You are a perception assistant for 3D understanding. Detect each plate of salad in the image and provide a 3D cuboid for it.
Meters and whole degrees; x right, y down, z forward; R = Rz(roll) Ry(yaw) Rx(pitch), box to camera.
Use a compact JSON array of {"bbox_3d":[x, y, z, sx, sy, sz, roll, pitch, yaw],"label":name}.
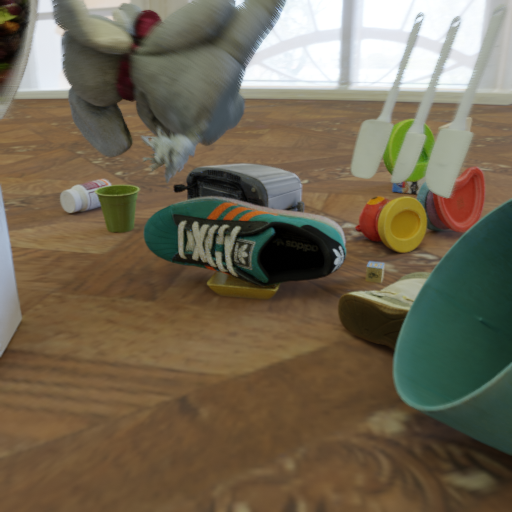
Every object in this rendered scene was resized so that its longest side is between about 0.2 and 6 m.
[{"bbox_3d":[-3.196,-2.478,6.260,2.550,2.550,0.613,19,5,40],"label":"plate of salad"}]

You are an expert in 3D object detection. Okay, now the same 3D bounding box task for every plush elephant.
[{"bbox_3d":[-1.346,-2.376,7.016,2.234,2.376,2.885,29,53,1],"label":"plush elephant"}]

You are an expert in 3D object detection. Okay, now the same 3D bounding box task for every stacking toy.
[{"bbox_3d":[2.808,-1.304,9.872,2.383,2.157,1.006,-13,13,-27],"label":"stacking toy"}]

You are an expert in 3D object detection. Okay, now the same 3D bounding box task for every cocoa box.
[{"bbox_3d":[3.745,-1.988,13.302,0.797,0.810,1.214,9,23,21],"label":"cocoa box"}]

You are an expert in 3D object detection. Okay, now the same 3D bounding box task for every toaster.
[{"bbox_3d":[-0.242,-0.999,10.132,2.245,1.276,1.450,16,22,37],"label":"toaster"}]

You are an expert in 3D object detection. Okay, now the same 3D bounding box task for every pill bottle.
[{"bbox_3d":[-3.528,-1.239,11.693,0.560,0.560,1.021,13,25,31],"label":"pill bottle"}]

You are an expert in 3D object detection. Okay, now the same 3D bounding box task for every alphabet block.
[{"bbox_3d":[1.755,0.241,8.270,0.236,0.240,0.235,8,23,20],"label":"alphabet block"}]

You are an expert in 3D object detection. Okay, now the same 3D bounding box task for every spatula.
[{"bbox_3d":[2.050,-1.929,6.826,0.180,2.240,1.558,12,8,-39],"label":"spatula"}]

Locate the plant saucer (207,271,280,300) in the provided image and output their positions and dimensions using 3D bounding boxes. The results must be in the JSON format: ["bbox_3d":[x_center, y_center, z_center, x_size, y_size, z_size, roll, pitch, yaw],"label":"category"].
[{"bbox_3d":[-0.099,0.356,7.980,0.982,0.238,0.982,4,22,12],"label":"plant saucer"}]

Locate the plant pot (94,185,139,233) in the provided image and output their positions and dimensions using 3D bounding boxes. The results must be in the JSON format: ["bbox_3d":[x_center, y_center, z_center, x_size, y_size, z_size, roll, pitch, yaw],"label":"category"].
[{"bbox_3d":[-2.545,-0.856,10.407,0.808,0.767,0.808,-1,21,0],"label":"plant pot"}]

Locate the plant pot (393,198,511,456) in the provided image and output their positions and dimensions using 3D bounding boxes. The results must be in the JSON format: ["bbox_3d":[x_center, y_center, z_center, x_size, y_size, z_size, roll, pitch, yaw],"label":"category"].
[{"bbox_3d":[2.411,0.755,4.531,1.647,2.052,2.052,33,21,-5],"label":"plant pot"}]

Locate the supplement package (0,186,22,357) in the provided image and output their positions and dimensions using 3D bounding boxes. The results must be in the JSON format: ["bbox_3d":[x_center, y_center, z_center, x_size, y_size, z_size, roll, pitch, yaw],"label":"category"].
[{"bbox_3d":[-3.826,0.219,5.921,2.027,1.938,1.491,-3,21,-7],"label":"supplement package"}]

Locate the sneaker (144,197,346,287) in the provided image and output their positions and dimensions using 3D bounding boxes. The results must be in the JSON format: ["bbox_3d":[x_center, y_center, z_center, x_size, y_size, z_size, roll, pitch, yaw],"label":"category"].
[{"bbox_3d":[-0.238,-0.203,7.696,2.927,1.045,1.170,3,15,8],"label":"sneaker"}]

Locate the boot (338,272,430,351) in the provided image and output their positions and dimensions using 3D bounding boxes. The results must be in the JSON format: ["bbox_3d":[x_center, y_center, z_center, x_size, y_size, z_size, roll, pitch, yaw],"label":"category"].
[{"bbox_3d":[2.073,0.715,6.478,1.430,0.666,1.849,-15,24,-37],"label":"boot"}]
